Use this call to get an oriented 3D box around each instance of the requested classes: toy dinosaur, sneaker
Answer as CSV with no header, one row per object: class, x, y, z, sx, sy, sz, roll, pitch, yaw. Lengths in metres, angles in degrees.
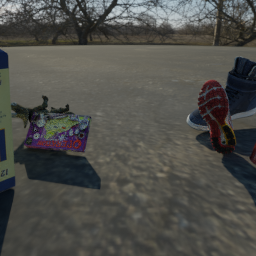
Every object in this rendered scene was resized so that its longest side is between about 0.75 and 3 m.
toy dinosaur,-2.340,-0.269,8.116,2.231,0.859,1.141,20,59,22
sneaker,3.005,-1.094,8.507,2.738,1.978,1.041,-20,42,-24
sneaker,2.228,-0.298,7.074,0.721,1.853,0.761,-10,12,21

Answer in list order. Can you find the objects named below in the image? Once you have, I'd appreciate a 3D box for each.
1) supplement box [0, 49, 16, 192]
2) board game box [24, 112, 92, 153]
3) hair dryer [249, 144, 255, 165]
supplement box,-3.641,-0.357,5.135,1.883,2.804,2.801,-20,41,-41
board game box,-1.824,0.095,7.317,1.633,0.980,0.264,3,-18,13
hair dryer,3.404,-0.329,6.285,0.697,2.564,1.953,23,-7,1
